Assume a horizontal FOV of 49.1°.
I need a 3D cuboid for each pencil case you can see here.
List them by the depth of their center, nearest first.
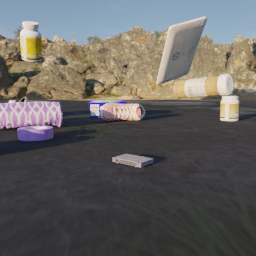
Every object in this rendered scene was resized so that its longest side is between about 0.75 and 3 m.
[{"bbox_3d":[-4.012,-0.466,11.368,2.685,1.148,1.127,-2,51,-20],"label":"pencil case"}]

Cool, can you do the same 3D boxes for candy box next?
[{"bbox_3d":[-1.222,-1.211,17.018,2.131,0.971,2.521,-2,7,-4],"label":"candy box"}]

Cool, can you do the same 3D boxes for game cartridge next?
[{"bbox_3d":[0.109,0.692,5.966,0.761,0.146,0.493,6,6,38],"label":"game cartridge"}]

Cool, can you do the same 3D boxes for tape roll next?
[{"bbox_3d":[-2.987,0.165,9.062,1.081,0.355,1.081,0,7,0],"label":"tape roll"}]

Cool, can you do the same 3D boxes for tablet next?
[{"bbox_3d":[1.980,-2.824,10.569,1.701,2.615,0.179,-23,57,-23],"label":"tablet"}]

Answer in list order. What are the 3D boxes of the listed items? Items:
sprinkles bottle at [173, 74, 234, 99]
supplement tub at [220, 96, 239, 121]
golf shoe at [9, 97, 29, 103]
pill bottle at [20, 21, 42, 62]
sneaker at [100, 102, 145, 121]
[{"bbox_3d":[2.074,-1.142,7.846,1.638,0.559,0.559,1,6,45],"label":"sprinkles bottle"},{"bbox_3d":[5.228,-1.010,14.391,0.914,1.266,0.914,0,8,0],"label":"supplement tub"},{"bbox_3d":[-4.535,-0.817,13.105,1.014,1.259,2.589,0,6,19],"label":"golf shoe"},{"bbox_3d":[-4.035,-3.598,11.679,0.846,1.510,0.846,7,30,-4],"label":"pill bottle"},{"bbox_3d":[-0.146,-0.851,14.341,1.316,0.947,2.517,0,1,44],"label":"sneaker"}]
